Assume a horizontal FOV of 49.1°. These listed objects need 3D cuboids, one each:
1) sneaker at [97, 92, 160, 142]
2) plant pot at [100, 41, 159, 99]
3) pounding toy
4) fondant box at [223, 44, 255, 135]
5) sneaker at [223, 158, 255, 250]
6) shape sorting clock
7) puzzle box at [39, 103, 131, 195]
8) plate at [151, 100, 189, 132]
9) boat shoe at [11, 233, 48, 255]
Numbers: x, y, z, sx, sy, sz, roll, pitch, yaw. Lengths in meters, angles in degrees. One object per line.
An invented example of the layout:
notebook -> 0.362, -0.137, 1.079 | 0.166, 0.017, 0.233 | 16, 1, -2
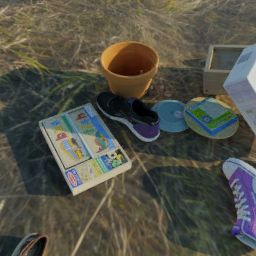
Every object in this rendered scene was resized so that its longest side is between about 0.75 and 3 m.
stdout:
sneaker -> 0.021, -0.663, 8.543 | 2.420, 1.060, 0.916 | 34, 58, 24
plant pot -> 0.040, -1.798, 9.321 | 1.855, 1.299, 1.855 | 0, 50, 0
pounding toy -> 3.630, -1.962, 9.633 | 1.779, 1.374, 1.932 | 7, 51, 19
fondant box -> 3.839, -0.814, 7.687 | 2.567, 0.748, 1.852 | 49, 56, -17
sneaker -> 2.807, 1.826, 6.680 | 1.336, 0.849, 2.342 | -25, 55, -15
shape sorting clock -> 2.576, -0.333, 8.736 | 1.724, 0.338, 1.724 | 3, 46, -3
puzzle box -> -1.306, 0.461, 8.055 | 1.752, 0.335, 2.634 | -24, 55, -21
plate -> 1.403, -0.456, 8.951 | 1.400, 0.179, 1.400 | 0, 50, 0
boat shoe -> -2.228, 3.052, 5.578 | 0.730, 0.728, 2.023 | 45, 47, -16
